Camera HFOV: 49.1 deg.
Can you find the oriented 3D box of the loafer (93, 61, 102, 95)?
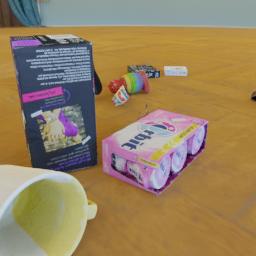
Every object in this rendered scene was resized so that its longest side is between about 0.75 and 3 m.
[{"bbox_3d":[-1.654,-2.125,10.392,0.747,2.094,0.764,-6,30,23],"label":"loafer"}]

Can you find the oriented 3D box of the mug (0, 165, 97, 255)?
[{"bbox_3d":[-1.625,1.381,4.449,1.575,1.918,1.536,9,57,39],"label":"mug"}]

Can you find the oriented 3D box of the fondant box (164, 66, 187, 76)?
[{"bbox_3d":[2.515,-3.034,14.908,1.149,0.335,0.829,1,25,4],"label":"fondant box"}]

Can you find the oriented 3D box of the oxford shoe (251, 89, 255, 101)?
[{"bbox_3d":[5.470,-1.099,10.607,1.566,0.558,0.571,14,45,41],"label":"oxford shoe"}]

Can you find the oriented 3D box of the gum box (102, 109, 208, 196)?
[{"bbox_3d":[0.688,0.442,6.686,1.476,0.860,2.601,17,30,33],"label":"gum box"}]

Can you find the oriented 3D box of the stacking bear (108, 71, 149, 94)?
[{"bbox_3d":[-0.034,-1.803,11.690,1.591,0.905,0.966,-16,29,-21],"label":"stacking bear"}]

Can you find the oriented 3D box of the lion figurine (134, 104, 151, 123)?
[{"bbox_3d":[0.309,-0.145,7.818,0.364,1.004,0.615,21,28,6],"label":"lion figurine"}]

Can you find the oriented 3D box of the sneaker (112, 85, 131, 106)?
[{"bbox_3d":[-0.310,-1.207,10.655,0.723,0.544,1.546,-35,10,2],"label":"sneaker"}]

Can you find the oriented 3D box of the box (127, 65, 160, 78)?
[{"bbox_3d":[0.803,-2.990,14.777,1.305,0.355,1.630,-7,26,-16],"label":"box"}]

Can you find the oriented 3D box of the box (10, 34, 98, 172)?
[{"bbox_3d":[-1.691,-0.589,6.499,1.521,2.868,1.753,-9,27,-22],"label":"box"}]
